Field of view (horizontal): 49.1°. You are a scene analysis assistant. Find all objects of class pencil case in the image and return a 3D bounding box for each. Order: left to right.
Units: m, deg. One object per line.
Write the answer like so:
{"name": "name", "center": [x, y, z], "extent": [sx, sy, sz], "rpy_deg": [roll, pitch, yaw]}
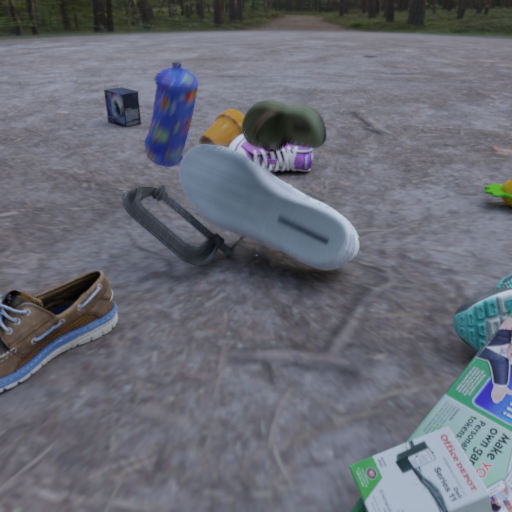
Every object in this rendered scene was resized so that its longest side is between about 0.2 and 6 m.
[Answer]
{"name": "pencil case", "center": [-1.697, -2.719, 10.978], "extent": [0.846, 1.949, 0.760], "rpy_deg": [21, 40, 1]}

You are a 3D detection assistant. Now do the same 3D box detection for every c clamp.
{"name": "c clamp", "center": [-1.189, -0.518, 9.082], "extent": [1.964, 0.266, 1.678], "rpy_deg": [38, 32, -5]}

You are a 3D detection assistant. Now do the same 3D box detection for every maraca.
{"name": "maraca", "center": [5.193, -1.267, 11.163], "extent": [1.202, 0.643, 0.824], "rpy_deg": [7, 25, 16]}

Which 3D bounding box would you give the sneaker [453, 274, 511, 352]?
{"name": "sneaker", "center": [3.438, 0.684, 7.295], "extent": [2.459, 0.954, 1.121], "rpy_deg": [-6, 13, -23]}

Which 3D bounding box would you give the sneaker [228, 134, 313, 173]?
{"name": "sneaker", "center": [0.445, -2.289, 12.883], "extent": [1.506, 0.957, 2.641], "rpy_deg": [19, 33, 27]}

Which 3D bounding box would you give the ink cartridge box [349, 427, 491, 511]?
{"name": "ink cartridge box", "center": [1.209, 1.734, 4.158], "extent": [0.840, 0.349, 0.616], "rpy_deg": [-22, 39, -1]}

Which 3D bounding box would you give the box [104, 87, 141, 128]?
{"name": "box", "center": [-4.129, -4.599, 17.294], "extent": [1.032, 1.024, 0.636], "rpy_deg": [24, 35, 39]}

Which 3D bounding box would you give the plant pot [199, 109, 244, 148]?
{"name": "plant pot", "center": [-0.808, -2.924, 14.043], "extent": [1.158, 1.158, 1.060], "rpy_deg": [25, 51, 39]}

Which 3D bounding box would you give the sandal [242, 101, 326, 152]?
{"name": "sandal", "center": [0.266, -1.811, 8.025], "extent": [0.525, 0.731, 1.841], "rpy_deg": [-36, 26, -20]}

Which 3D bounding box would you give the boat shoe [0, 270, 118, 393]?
{"name": "boat shoe", "center": [-2.799, 0.840, 6.748], "extent": [0.870, 0.872, 2.410], "rpy_deg": [19, 33, 33]}

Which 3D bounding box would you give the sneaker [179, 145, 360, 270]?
{"name": "sneaker", "center": [0.167, -0.706, 9.068], "extent": [3.329, 1.216, 1.179], "rpy_deg": [35, 7, 23]}

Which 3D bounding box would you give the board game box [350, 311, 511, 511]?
{"name": "board game box", "center": [2.121, 1.800, 4.275], "extent": [2.800, 0.408, 1.884], "rpy_deg": [-41, 44, -22]}
